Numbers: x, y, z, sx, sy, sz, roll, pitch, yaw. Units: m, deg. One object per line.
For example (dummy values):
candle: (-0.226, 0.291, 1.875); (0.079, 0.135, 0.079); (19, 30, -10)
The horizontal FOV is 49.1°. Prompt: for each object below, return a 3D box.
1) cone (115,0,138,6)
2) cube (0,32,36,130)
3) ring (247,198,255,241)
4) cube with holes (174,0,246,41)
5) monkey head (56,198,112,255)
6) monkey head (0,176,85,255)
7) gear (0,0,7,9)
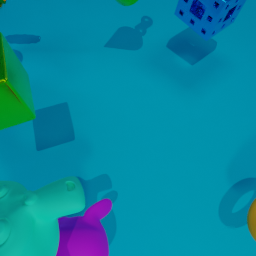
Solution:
cone: (-0.475, -3.675, 6.652); (1.370, 1.365, 1.365); (-19, 52, -43)
cube: (-2.201, -0.647, 4.381); (1.044, 1.044, 1.044); (-19, 61, -4)
ring: (2.698, 1.421, 4.586); (1.489, 1.489, 0.298); (-44, 108, -27)
cube with holes: (2.266, -3.436, 7.504); (1.260, 1.260, 1.260); (-37, 74, -22)
monkey head: (-0.923, 1.758, 4.150); (1.151, 1.375, 1.911); (-4, 40, 22)
monkey head: (-1.080, 1.170, 3.210); (1.352, 1.132, 1.879); (-19, 40, -11)
gear: (-3.941, -3.718, 7.451); (1.332, 1.332, 0.246); (2, 68, 1)
